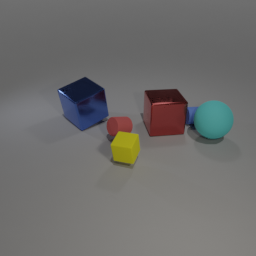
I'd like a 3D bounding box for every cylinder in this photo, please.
[{"bbox_3d":[-0.308,-0.066,10.283,0.700,0.700,0.700,-4,25,-42],"label":"cylinder"},{"bbox_3d":[2.752,-0.527,11.621,0.700,0.700,0.700,-3,30,-9],"label":"cylinder"}]

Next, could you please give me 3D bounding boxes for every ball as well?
[{"bbox_3d":[3.131,-0.307,10.279,1.400,1.400,1.400,0,30,0],"label":"ball"}]

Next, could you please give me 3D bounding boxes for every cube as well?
[{"bbox_3d":[-0.066,0.625,8.979,0.700,0.700,0.700,8,40,20],"label":"cube"},{"bbox_3d":[1.439,-0.641,11.166,1.400,1.400,1.400,-4,30,-8],"label":"cube"},{"bbox_3d":[-1.815,-1.020,11.493,1.400,1.400,1.400,-32,47,-27],"label":"cube"}]
